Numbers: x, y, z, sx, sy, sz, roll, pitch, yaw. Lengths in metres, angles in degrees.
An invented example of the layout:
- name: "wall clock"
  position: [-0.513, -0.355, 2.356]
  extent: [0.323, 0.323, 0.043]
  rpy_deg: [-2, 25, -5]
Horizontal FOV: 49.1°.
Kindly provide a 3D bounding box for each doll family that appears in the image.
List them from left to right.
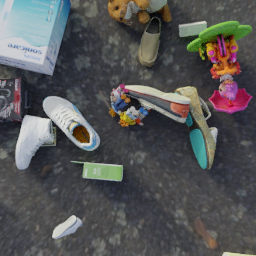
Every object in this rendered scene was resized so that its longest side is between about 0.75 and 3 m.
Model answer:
- name: "doll family"
  position: [-0.189, -0.629, 9.792]
  extent: [0.765, 1.053, 1.697]
  rpy_deg: [-35, 83, -36]

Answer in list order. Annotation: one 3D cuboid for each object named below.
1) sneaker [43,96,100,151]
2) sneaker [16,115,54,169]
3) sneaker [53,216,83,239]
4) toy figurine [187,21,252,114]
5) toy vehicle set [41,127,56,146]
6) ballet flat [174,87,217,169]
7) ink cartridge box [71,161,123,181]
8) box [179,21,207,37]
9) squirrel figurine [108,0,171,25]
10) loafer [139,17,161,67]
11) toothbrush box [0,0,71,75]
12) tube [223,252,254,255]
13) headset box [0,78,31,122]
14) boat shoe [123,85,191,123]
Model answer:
- name: "sneaker"
  position: [-1.981, -0.243, 9.711]
  extent: [2.497, 1.009, 0.955]
  rpy_deg: [42, 86, 6]
- name: "sneaker"
  position: [-3.151, 0.536, 9.641]
  extent: [1.090, 0.695, 1.886]
  rpy_deg: [7, 83, 4]
- name: "sneaker"
  position: [-1.997, 3.347, 9.215]
  extent: [1.112, 0.425, 0.447]
  rpy_deg: [-35, 127, 13]
- name: "toy figurine"
  position: [3.243, -1.770, 9.140]
  extent: [2.123, 2.828, 2.603]
  rpy_deg: [-13, 90, 17]
- name: "toy vehicle set"
  position: [-3.131, 0.311, 10.076]
  extent: [1.067, 0.141, 0.663]
  rpy_deg: [-1, 83, 0]
- name: "ballet flat"
  position: [2.530, -0.086, 9.744]
  extent: [1.053, 1.053, 2.980]
  rpy_deg: [-21, 82, -2]
- name: "ink cartridge box"
  position: [-1.045, 1.470, 9.547]
  extent: [1.739, 0.903, 0.516]
  rpy_deg: [5, 82, 0]
- name: "box"
  position: [2.381, -3.640, 10.312]
  extent: [0.976, 0.334, 0.401]
  rpy_deg: [-5, 119, 6]
- name: "squirrel figurine"
  position: [0.243, -4.789, 10.211]
  extent: [2.098, 1.591, 2.248]
  rpy_deg: [-18, 69, 8]
- name: "loafer"
  position: [0.798, -3.209, 10.253]
  extent: [0.723, 0.641, 1.901]
  rpy_deg: [7, 83, 1]
- name: "toothbrush box"
  position: [-3.501, -3.634, 9.989]
  extent: [2.157, 1.257, 2.946]
  rpy_deg: [12, 83, 1]
- name: "tube"
  position: [4.471, 4.661, 9.326]
  extent: [2.582, 0.670, 0.749]
  rpy_deg: [11, 121, -4]
- name: "headset box"
  position: [-4.449, -0.959, 9.919]
  extent: [1.968, 0.760, 1.465]
  rpy_deg: [-3, 83, -1]
- name: "boat shoe"
  position: [0.889, -0.909, 9.669]
  extent: [2.563, 0.912, 0.802]
  rpy_deg: [19, 115, 26]
